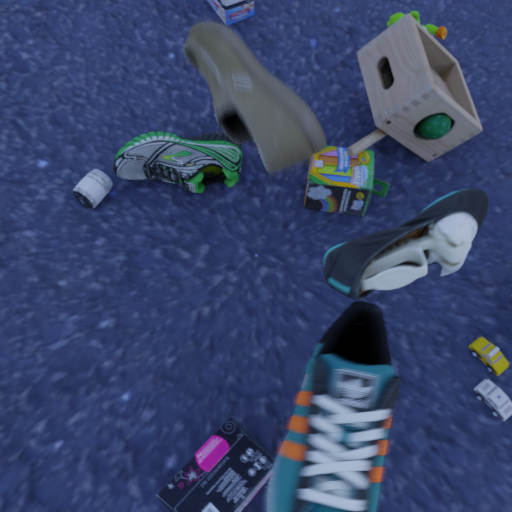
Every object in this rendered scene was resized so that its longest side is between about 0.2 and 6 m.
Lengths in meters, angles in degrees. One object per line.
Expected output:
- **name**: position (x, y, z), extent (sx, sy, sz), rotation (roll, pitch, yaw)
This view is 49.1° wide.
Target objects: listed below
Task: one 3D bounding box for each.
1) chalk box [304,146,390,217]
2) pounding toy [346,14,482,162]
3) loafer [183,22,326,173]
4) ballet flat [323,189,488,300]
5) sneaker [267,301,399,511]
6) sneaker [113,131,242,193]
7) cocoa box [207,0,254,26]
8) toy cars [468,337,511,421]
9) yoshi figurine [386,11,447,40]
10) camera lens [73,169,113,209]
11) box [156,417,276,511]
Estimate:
- **chalk box**: position (1.646, -1.340, 10.094), extent (1.441, 0.900, 0.893), rotation (7, 63, 2)
- **pounding toy**: position (2.741, -2.763, 10.247), extent (2.128, 1.643, 2.312), rotation (19, 53, -40)
- **loafer**: position (-0.272, -2.430, 8.497), extent (1.053, 1.187, 3.122), rotation (-41, 60, -2)
- **ballet flat**: position (2.081, -0.056, 7.103), extent (2.509, 0.853, 0.858), rotation (-25, 37, -9)
- **sneaker**: position (0.898, 1.899, 6.260), extent (1.196, 1.339, 3.352), rotation (12, 42, 4)
- **sneaker**: position (-1.423, -1.671, 10.247), extent (2.380, 0.929, 1.014), rotation (-5, 63, -3)
- **cocoa box**: position (-0.619, -5.907, 12.588), extent (0.752, 0.740, 1.128), rotation (-26, 65, -13)
- **toy cars**: position (3.702, 1.872, 8.728), extent (0.593, 0.293, 1.323), rotation (3, 62, 2)
- **yoshi figurine**: position (3.376, -4.851, 12.075), extent (1.298, 0.727, 0.730), rotation (31, 73, 18)
- **camera lens**: position (-2.997, -1.217, 10.248), extent (0.495, 0.495, 0.619), rotation (28, 65, 14)
- **box**: position (-0.499, 3.135, 7.764), extent (0.947, 0.822, 1.434), rotation (40, 70, 17)
